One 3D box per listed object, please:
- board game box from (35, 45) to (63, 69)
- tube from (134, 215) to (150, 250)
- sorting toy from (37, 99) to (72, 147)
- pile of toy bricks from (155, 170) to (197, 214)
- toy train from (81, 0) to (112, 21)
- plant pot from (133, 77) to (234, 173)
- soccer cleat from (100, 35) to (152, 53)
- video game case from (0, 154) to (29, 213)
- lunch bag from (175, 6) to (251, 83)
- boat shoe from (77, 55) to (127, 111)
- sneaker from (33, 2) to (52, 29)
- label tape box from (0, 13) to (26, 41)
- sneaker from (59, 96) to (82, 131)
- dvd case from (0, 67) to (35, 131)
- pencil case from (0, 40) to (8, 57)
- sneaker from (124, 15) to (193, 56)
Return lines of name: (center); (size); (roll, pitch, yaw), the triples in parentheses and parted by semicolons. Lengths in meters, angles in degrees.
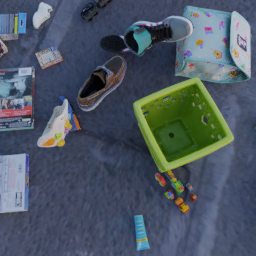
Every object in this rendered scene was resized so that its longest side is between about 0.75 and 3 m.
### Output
board game box: (-3.198, -2.881, 11.367); (0.907, 0.210, 0.687); (-24, 74, -7)
tube: (0.424, 3.481, 9.354); (0.421, 0.274, 1.088); (-11, 77, 8)
sorting toy: (-2.265, -0.223, 9.216); (0.815, 1.373, 1.525); (21, 50, -8)
pile of toy bricks: (1.687, 2.035, 9.503); (0.895, 0.796, 1.613); (-35, 76, -10)
toy train: (-1.066, -5.650, 12.147); (0.616, 0.459, 2.689); (36, 76, 23)
plant pot: (1.644, 0.094, 9.402); (2.377, 2.168, 2.389); (-23, 74, -6)
soccer cleat: (-0.064, -3.369, 11.290); (2.116, 0.774, 0.722); (-2, 97, 5)
video game case: (-4.386, 1.940, 9.715); (1.767, 0.443, 1.950); (-4, 72, -1)
lunch bag: (3.348, -3.092, 10.654); (2.841, 1.733, 2.420); (7, 72, -3)
boat shoe: (-0.933, -1.816, 10.631); (0.964, 0.966, 2.668); (32, 75, 9)
sneaker: (-3.625, -4.741, 11.839); (0.515, 0.452, 1.285); (16, 73, 2)
label tape box: (-4.907, -4.209, 11.665); (1.413, 0.467, 1.013); (-4, 73, -4)
sneaker: (-2.288, -0.538, 10.465); (0.593, 0.570, 1.512); (-27, 72, -3)
dvd case: (-4.548, -1.136, 10.785); (1.866, 0.281, 2.557); (-5, 73, -2)
pencil case: (-5.770, -2.811, 10.970); (2.094, 0.936, 0.815); (-42, 75, -13)
sneaker: (0.845, -3.165, 9.631); (2.486, 1.040, 1.501); (6, 42, 34)
